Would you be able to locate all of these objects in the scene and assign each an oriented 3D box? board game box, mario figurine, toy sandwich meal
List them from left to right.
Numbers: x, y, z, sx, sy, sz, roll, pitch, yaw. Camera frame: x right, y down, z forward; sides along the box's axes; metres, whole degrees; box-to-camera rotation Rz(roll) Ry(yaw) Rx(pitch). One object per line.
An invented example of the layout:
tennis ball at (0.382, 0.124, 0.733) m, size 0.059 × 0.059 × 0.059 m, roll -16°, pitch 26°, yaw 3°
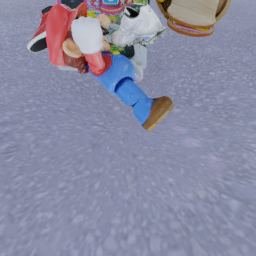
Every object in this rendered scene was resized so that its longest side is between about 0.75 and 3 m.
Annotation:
board game box at (-0.559, -2.533, 5.981) m, size 1.886 × 2.557 × 0.822 m, roll 0°, pitch 4°, yaw -6°
mario figurine at (-0.218, -1.210, 4.780) m, size 2.587 × 1.597 × 1.371 m, roll 42°, pitch 62°, yaw -6°
toy sandwich meal at (1.861, -3.865, 7.845) m, size 2.519 × 2.519 × 0.863 m, roll 1°, pitch 2°, yaw 1°

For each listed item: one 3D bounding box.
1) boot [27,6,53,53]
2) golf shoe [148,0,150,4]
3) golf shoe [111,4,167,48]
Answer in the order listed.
boot at (-2.966, -3.434, 9.673) m, size 1.573 × 0.570 × 1.135 m, roll -37°, pitch 68°, yaw 13°
golf shoe at (-0.210, -4.332, 9.017) m, size 2.117 × 0.823 × 1.000 m, roll 1°, pitch 44°, yaw -42°
golf shoe at (0.071, -1.647, 4.470) m, size 0.482 × 0.598 × 1.230 m, roll -44°, pitch 30°, yaw -24°
